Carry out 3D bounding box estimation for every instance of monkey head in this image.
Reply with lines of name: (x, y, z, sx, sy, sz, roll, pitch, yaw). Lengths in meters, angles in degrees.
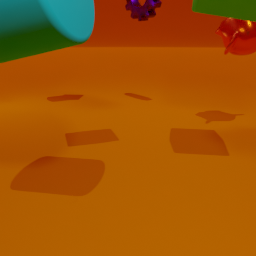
monkey head: (2.814, -2.404, 6.644, 1.794, 1.291, 1.081, -23, 60, -21)

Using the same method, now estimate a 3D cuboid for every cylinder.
cylinder: (-1.141, -1.352, 2.848, 1.219, 1.219, 1.219, -7, 15, 18)

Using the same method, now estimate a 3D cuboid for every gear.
gear: (0.431, -4.243, 8.781, 0.302, 1.633, 1.633, -19, 25, -32)

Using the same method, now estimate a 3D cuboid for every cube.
cube: (1.662, -2.372, 3.984, 1.138, 1.138, 1.138, 10, -6, 1)
